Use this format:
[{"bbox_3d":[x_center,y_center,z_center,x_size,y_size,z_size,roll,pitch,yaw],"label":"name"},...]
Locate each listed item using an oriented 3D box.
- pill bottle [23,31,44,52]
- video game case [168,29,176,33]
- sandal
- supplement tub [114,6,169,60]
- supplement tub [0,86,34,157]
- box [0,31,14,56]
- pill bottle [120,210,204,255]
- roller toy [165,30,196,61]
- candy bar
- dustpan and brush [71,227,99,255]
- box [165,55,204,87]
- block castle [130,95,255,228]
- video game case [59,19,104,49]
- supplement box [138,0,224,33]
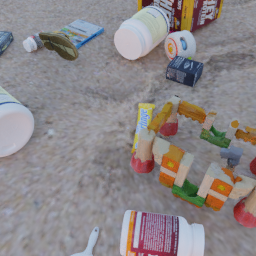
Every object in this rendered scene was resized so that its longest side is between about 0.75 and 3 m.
[{"bbox_3d":[-3.465,-3.265,10.580,0.514,0.514,0.903,29,53,25],"label":"pill bottle"},{"bbox_3d":[2.027,-4.271,11.771,0.915,0.164,0.829,-9,45,-9],"label":"video game case"},{"bbox_3d":[-2.347,-2.979,9.682,0.594,0.884,2.201,-39,45,-22],"label":"sandal"},{"bbox_3d":[0.508,-3.434,10.152,1.369,1.369,1.888,26,52,23],"label":"supplement tub"},{"bbox_3d":[-3.552,-0.346,7.171,2.017,1.462,1.462,35,56,28],"label":"supplement tub"},{"bbox_3d":[-5.178,-3.219,10.646,1.116,0.361,1.416,4,46,5],"label":"box"},{"bbox_3d":[0.639,2.071,5.314,1.493,0.843,0.843,5,47,6],"label":"pill bottle"},{"bbox_3d":[1.787,-2.854,9.842,0.786,1.026,1.125,-20,50,-18],"label":"roller toy"},{"bbox_3d":[0.431,0.002,7.712,0.492,0.219,1.975,6,46,6],"label":"candy bar"},{"bbox_3d":[-0.825,2.546,5.238,1.067,0.437,1.529,16,55,4],"label":"dustpan and brush"},{"bbox_3d":[1.868,-1.885,9.268,1.019,0.532,0.754,24,51,21],"label":"box"},{"bbox_3d":[1.734,0.704,6.276,2.992,1.404,2.000,24,47,19],"label":"block castle"},{"bbox_3d":[-2.117,-3.767,11.298,1.419,0.176,1.982,27,52,22],"label":"video game case"},{"bbox_3d":[2.196,-5.408,11.577,2.621,1.741,2.586,33,52,32],"label":"supplement box"}]
